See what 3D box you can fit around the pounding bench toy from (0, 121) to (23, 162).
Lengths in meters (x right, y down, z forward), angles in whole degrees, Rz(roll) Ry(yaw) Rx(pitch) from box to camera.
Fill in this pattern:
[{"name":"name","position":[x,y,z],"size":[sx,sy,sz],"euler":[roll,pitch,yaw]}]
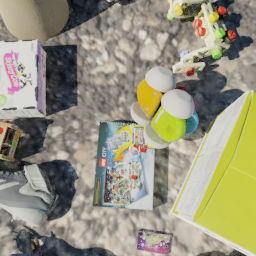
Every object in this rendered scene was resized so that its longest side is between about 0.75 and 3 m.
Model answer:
[{"name":"pounding bench toy","position":[-3.867,0.256,7.899],"size":[1.365,0.848,1.065],"euler":[11,77,3]}]

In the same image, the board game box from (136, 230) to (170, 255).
[{"name":"board game box","position":[0.678,3.092,7.588],"size":[0.852,0.138,0.512],"euler":[8,81,2]}]

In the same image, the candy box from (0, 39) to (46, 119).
[{"name":"candy box","position":[-3.789,-1.389,8.258],"size":[2.558,0.915,2.146],"euler":[-4,76,-1]}]

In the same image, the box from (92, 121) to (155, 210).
[{"name":"box","position":[-0.084,1.041,7.908],"size":[1.624,0.448,2.378],"euler":[4,76,1]}]

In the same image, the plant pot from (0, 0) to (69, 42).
[{"name":"plant pot","position":[-3.044,-4.081,8.208],"size":[2.165,2.311,2.165],"euler":[0,77,0]}]

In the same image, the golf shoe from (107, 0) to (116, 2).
[{"name":"golf shoe","position":[-0.294,-4.526,9.101],"size":[2.406,0.873,1.108],"euler":[7,80,11]}]

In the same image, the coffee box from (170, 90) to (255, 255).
[{"name":"coffee box","position":[3.079,1.413,6.531],"size":[2.957,2.929,2.962],"euler":[27,78,6]}]

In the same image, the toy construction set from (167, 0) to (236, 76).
[{"name":"toy construction set","position":[2.060,-3.034,8.440],"size":[1.931,1.357,2.945],"euler":[-1,83,-25]}]

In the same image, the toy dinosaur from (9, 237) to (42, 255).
[{"name":"toy dinosaur","position":[-3.181,3.386,6.523],"size":[2.413,2.659,1.396],"euler":[-2,83,-46]}]

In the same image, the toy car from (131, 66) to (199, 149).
[{"name":"toy car","position":[1.088,-0.521,7.320],"size":[1.463,1.707,1.951],"euler":[-5,51,-31]}]

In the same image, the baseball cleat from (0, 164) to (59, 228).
[{"name":"baseball cleat","position":[-3.310,1.445,7.643],"size":[2.945,1.027,1.567],"euler":[31,72,-3]}]
